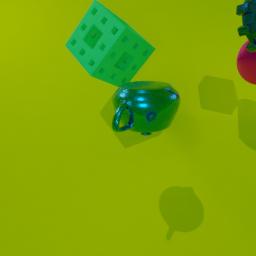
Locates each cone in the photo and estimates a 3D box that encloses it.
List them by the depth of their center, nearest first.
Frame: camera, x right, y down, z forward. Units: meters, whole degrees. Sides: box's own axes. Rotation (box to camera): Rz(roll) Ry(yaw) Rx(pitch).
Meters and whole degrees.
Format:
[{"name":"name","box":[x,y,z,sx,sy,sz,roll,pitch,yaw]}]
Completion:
[{"name":"cone","box":[2.867,-1.608,6.591,1.242,1.237,1.237,-12,62,-42]}]

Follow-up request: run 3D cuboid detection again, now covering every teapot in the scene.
[{"name":"teapot","box":[0.339,-0.321,4.754,1.125,0.886,1.809,13,24,36]}]

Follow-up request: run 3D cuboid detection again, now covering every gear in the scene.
[{"name":"gear","box":[3.016,-2.334,5.804,1.685,0.312,1.685,-4,100,-22]}]

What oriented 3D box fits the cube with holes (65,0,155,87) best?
[{"name":"cube with holes","box":[-0.427,-1.956,6.768,1.282,1.282,1.282,-50,59,18]}]
